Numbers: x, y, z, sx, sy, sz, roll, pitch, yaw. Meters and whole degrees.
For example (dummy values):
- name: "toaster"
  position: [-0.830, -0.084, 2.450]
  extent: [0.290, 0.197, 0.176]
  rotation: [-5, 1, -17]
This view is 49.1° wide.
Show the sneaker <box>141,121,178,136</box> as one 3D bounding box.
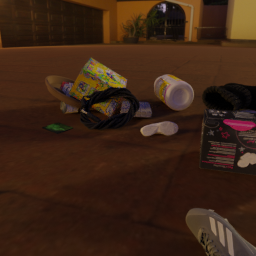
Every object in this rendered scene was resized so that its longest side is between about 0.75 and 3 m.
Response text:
- name: "sneaker"
  position: [1.119, -0.005, 10.178]
  extent: [1.348, 0.507, 0.596]
  rotation: [-4, 9, -6]

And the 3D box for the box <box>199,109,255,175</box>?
- name: "box"
  position: [3.270, 0.384, 7.836]
  extent: [2.388, 1.370, 1.578]
  rotation: [7, 20, 14]

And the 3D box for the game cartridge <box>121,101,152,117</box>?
- name: "game cartridge"
  position: [0.350, -0.825, 12.281]
  extent: [1.304, 0.386, 2.011]
  rotation: [7, 17, -1]

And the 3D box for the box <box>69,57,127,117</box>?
- name: "box"
  position: [-1.240, -1.866, 12.451]
  extent: [2.040, 1.292, 2.118]
  rotation: [30, 24, -11]

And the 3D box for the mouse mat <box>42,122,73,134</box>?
- name: "mouse mat"
  position: [-2.698, -0.007, 10.736]
  extent: [1.000, 0.038, 0.805]
  rotation: [15, 26, 36]

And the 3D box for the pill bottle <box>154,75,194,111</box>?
- name: "pill bottle"
  position: [2.095, -1.839, 13.676]
  extent: [1.355, 1.355, 2.599]
  rotation: [-4, 22, -11]

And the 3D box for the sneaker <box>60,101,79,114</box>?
- name: "sneaker"
  position: [-2.693, -1.009, 12.809]
  extent: [0.717, 0.613, 1.646]
  rotation: [7, 22, -23]

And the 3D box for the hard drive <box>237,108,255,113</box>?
- name: "hard drive"
  position: [5.084, -0.434, 11.503]
  extent: [1.379, 0.265, 2.090]
  rotation: [-17, 26, -39]

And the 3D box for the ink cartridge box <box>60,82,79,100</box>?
- name: "ink cartridge box"
  position: [-2.563, -1.693, 12.744]
  extent: [0.643, 0.373, 0.891]
  rotation: [3, 33, -49]

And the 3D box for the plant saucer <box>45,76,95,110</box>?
- name: "plant saucer"
  position: [-2.459, -1.607, 13.023]
  extent: [2.915, 0.429, 2.915]
  rotation: [23, 19, -9]

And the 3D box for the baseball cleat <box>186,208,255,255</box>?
- name: "baseball cleat"
  position: [1.495, 2.003, 4.554]
  extent: [1.033, 0.677, 1.940]
  rotation: [-14, 24, -33]

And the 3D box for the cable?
- name: "cable"
  position: [-0.712, -0.756, 10.789]
  extent: [2.348, 0.596, 1.916]
  rotation: [-4, 51, 3]

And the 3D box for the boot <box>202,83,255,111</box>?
- name: "boot"
  position: [4.837, -1.125, 11.341]
  extent: [3.150, 1.185, 2.355]
  rotation: [11, 17, 36]
